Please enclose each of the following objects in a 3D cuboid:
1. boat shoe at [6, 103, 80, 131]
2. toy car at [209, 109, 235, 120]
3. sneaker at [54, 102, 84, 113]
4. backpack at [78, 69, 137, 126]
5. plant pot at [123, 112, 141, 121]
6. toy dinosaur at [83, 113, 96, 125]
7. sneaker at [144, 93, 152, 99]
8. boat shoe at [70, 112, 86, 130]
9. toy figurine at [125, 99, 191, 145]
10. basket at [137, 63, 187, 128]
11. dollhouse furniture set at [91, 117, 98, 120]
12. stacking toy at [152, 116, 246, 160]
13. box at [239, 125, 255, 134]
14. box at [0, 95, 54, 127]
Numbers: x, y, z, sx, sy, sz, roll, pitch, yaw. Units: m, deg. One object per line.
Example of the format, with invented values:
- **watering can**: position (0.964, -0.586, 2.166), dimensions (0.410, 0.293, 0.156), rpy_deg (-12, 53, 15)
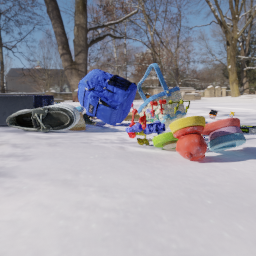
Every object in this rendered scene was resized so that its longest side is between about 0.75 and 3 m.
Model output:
- **boat shoe**: position (-3.216, -0.250, 10.507), dimensions (2.894, 1.043, 1.026), rpy_deg (-6, 16, 21)
- **toy car**: position (5.108, -0.630, 15.331), dimensions (1.464, 0.487, 0.718), rpy_deg (9, 30, 7)
- **sneaker**: position (-2.934, -0.890, 13.309), dimensions (1.551, 1.013, 0.617), rpy_deg (-24, 39, -6)
- **backpack**: position (-1.100, -1.449, 12.640), dimensions (2.427, 1.972, 2.036), rpy_deg (28, 43, 9)
- **plant pot**: position (-0.136, -0.671, 15.846), dimensions (2.604, 0.358, 2.604), rpy_deg (-1, 7, 0)
- **toy dinosaur**: position (-1.987, -0.526, 13.607), dimensions (2.621, 0.622, 1.155), rpy_deg (11, 31, 45)
- **sneaker**: position (1.449, -1.158, 14.276), dimensions (1.078, 0.887, 2.343), rpy_deg (-2, -18, 15)
- **boat shoe**: position (-2.390, -0.426, 11.864), dimensions (0.867, 0.785, 2.432), rpy_deg (-6, 10, -31)
- **toy figurine**: position (0.720, -0.197, 8.609), dimensions (2.302, 1.214, 1.379), rpy_deg (-10, 3, -30)
- **basket**: position (1.043, -1.014, 9.867), dimensions (1.437, 2.065, 1.821), rpy_deg (-17, -15, -18)
- **dollhouse furniture set**: position (-2.166, -0.880, 15.940), dimensions (0.821, 0.735, 1.036), rpy_deg (-3, 8, -25)
- **stacking toy**: position (1.661, 0.427, 6.711), dimensions (2.020, 0.853, 1.829), rpy_deg (0, -20, -29)
- **box**: position (4.469, 0.030, 10.554), dimensions (0.935, 0.222, 0.903), rpy_deg (6, 11, 37)
- **box**: position (-4.745, -0.849, 13.002), dimensions (1.933, 1.363, 2.612), rpy_deg (0, 6, 3)
